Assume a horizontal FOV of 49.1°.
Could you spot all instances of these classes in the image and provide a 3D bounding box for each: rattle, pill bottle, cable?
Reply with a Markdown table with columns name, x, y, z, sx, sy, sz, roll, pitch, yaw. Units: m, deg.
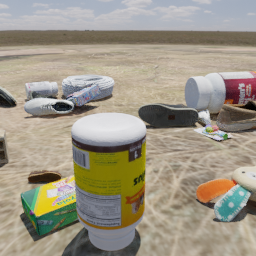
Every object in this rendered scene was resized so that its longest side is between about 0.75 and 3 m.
| name | x | y | z | sx | sy | sz | roll | pitch | yaw |
| --- | --- | --- | --- | --- | --- | --- | --- | --- | --- |
| rattle | 2.864 | 0.728 | 5.261 | 2.741 | 1.958 | 1.784 | 8 | 42 | 1 |
| pill bottle | -4.105 | -1.788 | 13.356 | 1.413 | 0.801 | 0.801 | -9 | 23 | -24 |
| cable | -1.968 | -2.071 | 13.988 | 2.604 | 0.901 | 2.603 | -13 | 23 | -33 |
| pill bottle | -0.280 | 0.869 | 4.483 | 1.126 | 2.060 | 1.126 | 0 | 21 | 0 |
| pill bottle | 3.888 | -1.410 | 11.187 | 2.938 | 1.610 | 1.610 | -4 | 21 | -12 |

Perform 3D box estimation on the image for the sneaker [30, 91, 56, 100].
| name | x | y | z | sx | sy | sz | roll | pitch | yaw |
| --- | --- | --- | --- | --- | --- | --- | --- | --- | --- |
| sneaker | -3.664 | -1.158 | 11.935 | 0.988 | 0.659 | 1.725 | -8 | 25 | -25 |

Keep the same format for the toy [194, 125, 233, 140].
| name | x | y | z | sx | sy | sz | roll | pitch | yaw |
| --- | --- | --- | --- | --- | --- | --- | --- | --- | --- |
| toy | 2.779 | 0.075 | 9.150 | 0.660 | 0.271 | 1.146 | -11 | 24 | -27 |

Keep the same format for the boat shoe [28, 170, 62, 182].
| name | x | y | z | sx | sy | sz | roll | pitch | yaw |
| --- | --- | --- | --- | --- | --- | --- | --- | --- | --- |
| boat shoe | -1.906 | 1.082 | 6.468 | 0.774 | 0.272 | 0.272 | 0 | 24 | 1 |

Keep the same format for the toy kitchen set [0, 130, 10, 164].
| name | x | y | z | sx | sy | sz | roll | pitch | yaw |
| --- | --- | --- | --- | --- | --- | --- | --- | --- | --- |
| toy kitchen set | -3.779 | 0.447 | 6.229 | 1.795 | 1.624 | 1.990 | -6 | 22 | -17 |

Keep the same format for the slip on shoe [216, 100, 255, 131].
| name | x | y | z | sx | sy | sz | roll | pitch | yaw |
| --- | --- | --- | --- | --- | --- | --- | --- | --- | --- |
| slip on shoe | 4.453 | -0.527 | 9.889 | 2.866 | 0.868 | 1.089 | -5 | 21 | -14 |

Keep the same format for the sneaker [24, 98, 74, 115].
| name | x | y | z | sx | sy | sz | roll | pitch | yaw |
| --- | --- | --- | --- | --- | --- | --- | --- | --- | --- |
| sneaker | -3.037 | -0.859 | 10.891 | 1.910 | 0.697 | 0.676 | -6 | 3 | -19 |

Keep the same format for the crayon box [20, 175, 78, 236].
| name | x | y | z | sx | sy | sz | roll | pitch | yaw |
| --- | --- | --- | --- | --- | --- | --- | --- | --- | --- |
| crayon box | -1.188 | 1.387 | 5.422 | 1.475 | 0.430 | 0.876 | -15 | 25 | -34 |

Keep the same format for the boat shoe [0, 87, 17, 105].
| name | x | y | z | sx | sy | sz | roll | pitch | yaw |
| --- | --- | --- | --- | --- | --- | --- | --- | --- | --- |
| boat shoe | -6.016 | -1.448 | 12.722 | 2.642 | 0.949 | 0.893 | 21 | 67 | 30 |

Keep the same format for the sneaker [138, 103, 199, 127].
| name | x | y | z | sx | sy | sz | roll | pitch | yaw |
| --- | --- | --- | --- | --- | --- | --- | --- | --- | --- |
| sneaker | 1.382 | -0.523 | 10.232 | 2.150 | 0.804 | 1.142 | 6 | 14 | -6 |

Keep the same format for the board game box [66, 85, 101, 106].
| name | x | y | z | sx | sy | sz | roll | pitch | yaw |
| --- | --- | --- | --- | --- | --- | --- | --- | --- | --- |
| board game box | -2.050 | -1.277 | 11.784 | 1.411 | 0.435 | 1.410 | -11 | 20 | 24 |

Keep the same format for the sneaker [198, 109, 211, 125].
| name | x | y | z | sx | sy | sz | roll | pitch | yaw |
| --- | --- | --- | --- | --- | --- | --- | --- | --- | --- |
| sneaker | 2.754 | -0.356 | 10.210 | 0.463 | 0.440 | 1.151 | -6 | 14 | 10 |
